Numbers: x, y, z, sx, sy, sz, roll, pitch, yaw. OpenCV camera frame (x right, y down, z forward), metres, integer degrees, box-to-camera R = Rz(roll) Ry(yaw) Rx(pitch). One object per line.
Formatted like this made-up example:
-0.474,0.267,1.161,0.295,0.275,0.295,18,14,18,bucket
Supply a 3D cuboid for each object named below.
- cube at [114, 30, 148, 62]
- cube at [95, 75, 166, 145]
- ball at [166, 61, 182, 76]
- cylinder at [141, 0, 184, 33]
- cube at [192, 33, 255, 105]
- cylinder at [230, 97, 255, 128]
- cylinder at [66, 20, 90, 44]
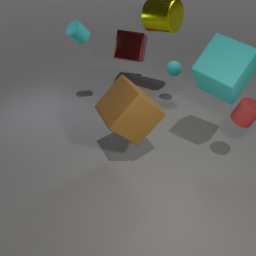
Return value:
0.164,-4.269,14.687,1.400,1.400,1.400,11,15,8,cube
0.053,-0.563,8.991,1.400,1.400,1.400,31,15,-42,cube
2.121,-2.742,12.946,0.700,0.700,0.700,0,31,0,ball
1.546,-4.990,12.438,1.400,1.400,1.400,18,36,34,cylinder
3.067,-1.845,8.901,1.400,1.400,1.400,34,87,26,cube
3.694,-0.477,8.748,0.700,0.700,0.700,12,44,-12,cylinder
-2.069,-3.958,11.620,0.700,0.700,0.700,-15,61,29,cylinder
